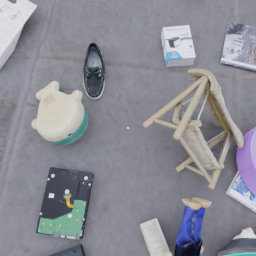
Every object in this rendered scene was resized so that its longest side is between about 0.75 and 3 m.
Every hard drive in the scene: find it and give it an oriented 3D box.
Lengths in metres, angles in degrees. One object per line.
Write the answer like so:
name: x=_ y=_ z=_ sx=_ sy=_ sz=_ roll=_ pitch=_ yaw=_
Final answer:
hard drive: x=-1.806 y=2.173 z=8.186 sx=1.332 sy=0.361 sz=1.907 roll=6 pitch=71 yaw=2
hard drive: x=-2.294 y=4.524 z=7.339 sx=2.791 sy=0.459 sz=1.948 roll=-18 pitch=72 yaw=-6

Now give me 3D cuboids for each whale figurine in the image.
whale figurine: x=-2.115 y=-0.464 z=8.799 sx=1.868 sy=1.219 sz=2.349 roll=-37 pitch=51 yaw=0

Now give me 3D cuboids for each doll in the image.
doll: x=1.532 y=3.116 z=7.212 sx=0.609 sy=1.714 sz=2.512 roll=7 pitch=88 yaw=45

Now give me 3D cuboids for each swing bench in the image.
swing bench: x=2.035 y=-0.021 z=7.733 sx=2.279 sy=2.267 sz=1.479 roll=-48 pitch=33 yaw=-13

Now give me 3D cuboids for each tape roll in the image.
tape roll: x=4.542 y=0.971 z=8.135 sx=2.539 sy=0.833 sz=2.539 roll=3 pitch=66 yaw=-8

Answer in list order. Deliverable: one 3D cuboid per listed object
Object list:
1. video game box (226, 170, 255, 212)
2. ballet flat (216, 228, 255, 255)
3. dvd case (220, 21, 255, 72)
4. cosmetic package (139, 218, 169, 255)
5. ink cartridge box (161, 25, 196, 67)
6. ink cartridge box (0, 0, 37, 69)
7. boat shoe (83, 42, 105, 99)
video game box: x=3.785 y=1.735 z=8.367 sx=1.193 sy=0.307 sz=1.310 roll=33 pitch=74 yaw=9
ballet flat: x=3.665 y=3.206 z=7.650 sx=2.605 sy=0.951 sz=0.951 roll=-3 pitch=71 yaw=5
dvd case: x=4.116 y=-2.922 z=10.012 sx=1.350 sy=0.145 sz=1.815 roll=15 pitch=72 yaw=5
cosmetic package: x=0.731 y=3.087 z=7.830 sx=0.504 sy=0.425 sz=0.975 roll=-16 pitch=71 yaw=-13
ink cartridge box: x=1.736 y=-2.855 z=9.769 sx=0.951 sy=0.549 sz=1.311 roll=-6 pitch=72 yaw=-2
ink cartridge box: x=-4.798 y=-3.655 z=9.734 sx=2.176 sy=0.677 sz=2.704 roll=29 pitch=72 yaw=-6
boat shoe: x=-1.146 y=-1.979 z=9.419 sx=0.744 sy=0.660 sz=1.991 roll=4 pitch=71 yaw=1
